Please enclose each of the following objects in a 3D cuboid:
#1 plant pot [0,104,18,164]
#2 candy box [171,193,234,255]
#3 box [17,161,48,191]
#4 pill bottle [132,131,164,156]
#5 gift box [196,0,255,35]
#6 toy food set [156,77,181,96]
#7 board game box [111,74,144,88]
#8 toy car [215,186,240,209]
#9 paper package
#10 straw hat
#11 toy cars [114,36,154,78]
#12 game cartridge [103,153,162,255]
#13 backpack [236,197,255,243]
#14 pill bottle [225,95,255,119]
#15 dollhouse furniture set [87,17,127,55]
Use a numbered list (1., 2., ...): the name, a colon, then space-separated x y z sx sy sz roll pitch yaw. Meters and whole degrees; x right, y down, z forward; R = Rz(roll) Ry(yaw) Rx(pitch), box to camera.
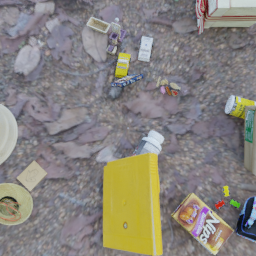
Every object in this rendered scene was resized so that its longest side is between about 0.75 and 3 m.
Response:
1. plant pot: -5.569 -0.060 9.410 2.811 2.573 2.811 0 74 0
2. candy box: 2.519 3.237 9.553 1.824 0.515 1.064 42 77 9
3. box: -3.481 1.735 10.193 0.713 0.093 0.872 41 78 10
4. pill bottle: 0.697 0.841 10.076 0.799 0.799 1.443 31 76 8
5. gift box: 3.921 -5.214 10.942 2.641 2.828 2.609 -1 87 -4
6. toy food set: 1.543 -1.546 10.917 1.037 0.163 0.659 27 65 -18
7. board game box: -0.032 -1.815 10.710 1.066 0.722 0.185 -29 115 -32
8. toy car: 3.540 2.564 9.866 0.823 0.195 0.875 28 83 -3
9. paper package: 5.263 0.404 9.635 2.263 1.228 2.374 0 95 0
10. straw hat: -4.122 2.755 9.543 1.664 1.664 0.704 38 120 10
11. toy cars: 0.263 -2.932 11.286 2.268 0.502 1.017 -38 79 -10
12. game cartridge: 0.053 2.381 8.940 0.465 2.529 2.869 12 70 -37
13. backpack: 4.325 3.051 9.366 1.212 0.893 1.328 17 61 10
14. pill bottle: 4.414 -0.717 10.553 1.302 0.725 0.725 16 75 4
15. dollhouse furniture set: -1.033 -3.985 11.252 1.621 1.150 1.284 24 76 7
